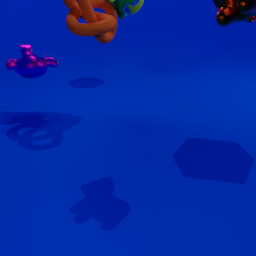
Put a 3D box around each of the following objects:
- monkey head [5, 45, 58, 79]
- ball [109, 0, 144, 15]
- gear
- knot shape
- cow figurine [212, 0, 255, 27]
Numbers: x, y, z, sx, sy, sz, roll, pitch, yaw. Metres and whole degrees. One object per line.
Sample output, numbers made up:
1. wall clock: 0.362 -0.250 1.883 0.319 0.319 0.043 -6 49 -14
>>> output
1. monkey head: -2.785 -1.909 7.953 1.414 1.017 0.852 -11 7 -29
2. ball: -0.063 -4.781 10.130 1.321 1.321 1.321 0 29 0
3. gear: -0.600 -3.679 7.070 1.926 1.926 0.356 10 39 18
4. knot shape: -0.964 -2.749 6.567 1.609 0.794 1.719 44 28 -6
5. cow figurine: 1.525 -2.132 3.960 1.336 1.358 0.745 -29 4 -42
